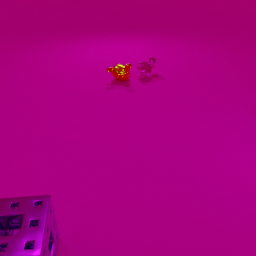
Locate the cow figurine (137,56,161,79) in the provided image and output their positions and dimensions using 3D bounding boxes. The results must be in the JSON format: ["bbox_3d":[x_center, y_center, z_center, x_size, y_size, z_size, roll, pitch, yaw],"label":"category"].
[{"bbox_3d":[0.839,-2.348,10.992,0.961,0.536,0.976,-1,64,-13],"label":"cow figurine"}]

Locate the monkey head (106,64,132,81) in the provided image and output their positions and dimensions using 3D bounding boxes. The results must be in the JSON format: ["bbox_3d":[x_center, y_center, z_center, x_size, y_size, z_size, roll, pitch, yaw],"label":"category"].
[{"bbox_3d":[-0.235,-2.228,10.644,1.138,0.819,0.686,-19,59,-44],"label":"monkey head"}]

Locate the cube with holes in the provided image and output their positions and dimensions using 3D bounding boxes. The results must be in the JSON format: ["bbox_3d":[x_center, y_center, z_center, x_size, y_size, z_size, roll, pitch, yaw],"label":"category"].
[{"bbox_3d":[-1.745,1.862,4.400,1.077,1.077,1.077,-3,35,-5],"label":"cube with holes"}]
